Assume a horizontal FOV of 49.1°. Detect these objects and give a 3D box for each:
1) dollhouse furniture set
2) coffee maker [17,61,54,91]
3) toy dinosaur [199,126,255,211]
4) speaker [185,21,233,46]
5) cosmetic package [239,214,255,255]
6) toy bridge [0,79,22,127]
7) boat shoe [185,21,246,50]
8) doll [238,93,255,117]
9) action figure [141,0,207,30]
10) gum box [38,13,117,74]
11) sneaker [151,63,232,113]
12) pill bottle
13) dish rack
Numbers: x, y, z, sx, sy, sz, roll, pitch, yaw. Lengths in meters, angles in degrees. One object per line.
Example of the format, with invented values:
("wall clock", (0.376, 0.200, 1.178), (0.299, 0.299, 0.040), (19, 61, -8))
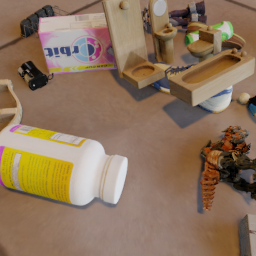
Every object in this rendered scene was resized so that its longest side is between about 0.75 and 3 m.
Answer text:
("dollhouse furniture set", (1.390, -2.478, 7.676), (2.783, 2.384, 2.926), (-28, 40, -17))
("coffee maker", (-3.134, -1.796, 9.455), (0.881, 0.618, 0.917), (-18, 52, -38))
("toy dinosaur", (2.561, 0.986, 6.961), (1.793, 1.349, 2.642), (16, 69, 34))
("speaker", (2.777, -3.148, 9.615), (1.506, 0.666, 0.666), (-19, 52, 0))
("cosmetic package", (2.780, 2.575, 5.816), (0.725, 0.612, 1.357), (9, 48, 3))
("toy bridge", (-3.707, -0.374, 8.350), (0.971, 0.393, 2.889), (-5, 51, -5))
("boat shoe", (3.255, -3.321, 10.618), (2.247, 0.809, 0.759), (18, 86, 5))
("doll", (4.209, -0.584, 8.494), (1.802, 0.437, 1.229), (33, 58, 24))
("action figure", (1.642, -4.377, 11.304), (2.915, 1.011, 1.897), (1, 58, 5))
("gum box", (-1.380, -2.887, 9.579), (2.914, 1.654, 0.964), (-7, 51, -5))
("sneaker", (1.899, -1.634, 8.814), (2.920, 1.287, 1.099), (25, 57, 21))
("pill bottle", (-1.562, 0.902, 6.576), (2.935, 1.530, 1.530), (12, 52, 10))
("dish rack", (-2.875, -4.050, 11.221), (2.508, 0.684, 1.923), (25, 56, 17))
